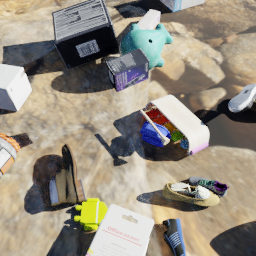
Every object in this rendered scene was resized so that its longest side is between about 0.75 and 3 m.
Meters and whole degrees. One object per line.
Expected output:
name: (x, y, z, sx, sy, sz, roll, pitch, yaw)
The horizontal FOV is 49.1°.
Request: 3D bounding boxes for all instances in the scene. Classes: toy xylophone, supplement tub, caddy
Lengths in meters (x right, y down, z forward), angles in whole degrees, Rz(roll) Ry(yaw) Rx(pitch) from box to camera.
toy xylophone: (1.486, -0.186, 9.651, 1.942, 0.667, 2.653, -15, 51, -24)
supplement tub: (-4.204, 1.064, 8.519, 1.091, 1.091, 1.781, 20, 54, 15)
caddy: (0.916, 0.166, 9.424, 1.051, 0.743, 0.551, 21, 59, 28)

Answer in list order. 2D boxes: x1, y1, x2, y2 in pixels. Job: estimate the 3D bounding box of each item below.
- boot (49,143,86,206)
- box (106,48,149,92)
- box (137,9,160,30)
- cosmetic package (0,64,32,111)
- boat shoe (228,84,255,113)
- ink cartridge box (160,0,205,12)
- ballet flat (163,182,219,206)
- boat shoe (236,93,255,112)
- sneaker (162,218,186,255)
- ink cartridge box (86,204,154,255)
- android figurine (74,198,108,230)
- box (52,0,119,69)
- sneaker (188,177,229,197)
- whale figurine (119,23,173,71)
boot: (-1.998, 1.385, 8.485, 0.984, 0.758, 2.030, -15, 55, -14)
box: (0.013, -1.686, 8.193, 1.123, 0.831, 0.586, -25, 62, -10)
box: (0.712, -4.727, 13.446, 0.601, 0.561, 2.899, 21, 55, 16)
cosmetic package: (-4.686, -1.545, 10.499, 1.479, 1.221, 1.219, 11, 53, 9)
boat shoe: (4.027, -0.907, 9.656, 0.623, 0.591, 1.783, -3, 28, 43)
ink cartridge box: (3.128, -7.499, 15.068, 2.330, 1.459, 1.498, -21, 54, -16)
ballet flat: (1.856, 1.904, 8.169, 1.674, 0.528, 0.574, 6, 37, 5)
boat shoe: (4.843, -0.941, 10.415, 1.696, 0.610, 0.576, 22, 56, 16)
sneaker: (1.213, 3.039, 7.395, 0.514, 0.463, 1.320, -5, 46, 2)
ink cartridge box: (-0.310, 3.244, 6.983, 1.318, 0.777, 2.289, 18, 54, 14)
android figurine: (-1.000, 2.437, 7.993, 1.027, 0.211, 0.935, -2, 51, 0)
box: (-1.834, -4.166, 12.151, 2.461, 1.517, 2.441, -17, 53, 3)
sneaker: (2.415, 1.648, 8.420, 1.184, 0.518, 0.441, 16, 53, 12)
whale figurine: (0.891, -3.389, 11.215, 2.616, 1.357, 2.081, -39, 96, -26)
